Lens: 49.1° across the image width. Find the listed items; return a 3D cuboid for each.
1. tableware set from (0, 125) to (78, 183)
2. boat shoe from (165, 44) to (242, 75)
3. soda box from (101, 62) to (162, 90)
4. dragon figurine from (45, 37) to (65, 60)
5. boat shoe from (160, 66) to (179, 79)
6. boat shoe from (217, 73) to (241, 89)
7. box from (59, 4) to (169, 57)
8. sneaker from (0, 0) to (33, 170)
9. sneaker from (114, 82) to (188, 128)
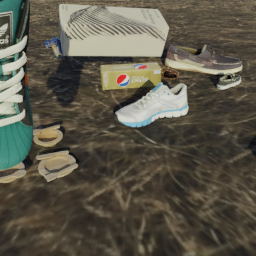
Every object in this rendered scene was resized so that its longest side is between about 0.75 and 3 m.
[{"bbox_3d":[-2.206,0.579,6.374,1.770,0.246,2.119,-13,35,-19],"label":"tableware set"},{"bbox_3d":[2.953,-2.750,10.945,2.982,0.966,1.072,9,33,14],"label":"boat shoe"},{"bbox_3d":[0.086,-1.826,9.786,2.059,0.659,0.697,-4,33,-7],"label":"soda box"},{"bbox_3d":[-2.932,-3.672,12.340,0.617,1.043,2.098,9,33,12],"label":"dragon figurine"},{"bbox_3d":[1.349,-2.033,10.371,1.076,0.379,0.378,9,30,13],"label":"boat shoe"},{"bbox_3d":[3.603,-1.719,9.853,1.263,0.402,0.447,-27,41,-35],"label":"boat shoe"},{"bbox_3d":[-0.341,-2.145,6.228,2.279,0.779,0.936,-5,50,-16],"label":"box"},{"bbox_3d":[-1.409,-0.741,2.642,0.941,2.635,1.053,-22,22,-37],"label":"sneaker"},{"bbox_3d":[0.669,-0.743,7.778,2.321,1.006,0.870,-17,37,-23],"label":"sneaker"}]
